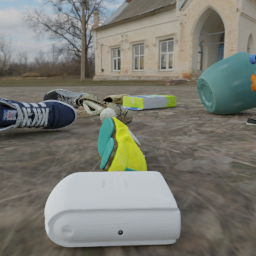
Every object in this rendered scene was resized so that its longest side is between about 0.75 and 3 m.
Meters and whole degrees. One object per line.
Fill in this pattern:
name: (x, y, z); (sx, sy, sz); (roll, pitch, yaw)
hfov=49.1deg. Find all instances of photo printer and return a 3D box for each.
photo printer: (-0.223, 0.905, 3.364); (1.457, 0.506, 1.213); (0, 11, -3)

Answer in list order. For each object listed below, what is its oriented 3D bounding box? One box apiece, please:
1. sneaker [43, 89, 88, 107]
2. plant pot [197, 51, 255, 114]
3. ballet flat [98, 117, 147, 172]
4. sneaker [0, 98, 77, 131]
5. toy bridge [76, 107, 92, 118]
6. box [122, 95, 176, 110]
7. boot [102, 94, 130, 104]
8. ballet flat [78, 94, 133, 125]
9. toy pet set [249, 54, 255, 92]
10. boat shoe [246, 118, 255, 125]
sneaker: (-3.228, -1.577, 15.437); (2.708, 1.016, 1.564); (-3, 13, -19)
plant pot: (4.528, -1.875, 12.883); (2.174, 2.709, 2.709); (-19, 13, -6)
ballet flat: (-0.130, 0.416, 5.650); (0.861, 0.858, 2.569); (20, 10, -11)
sneaker: (-2.958, -0.373, 8.336); (2.818, 0.988, 1.529); (4, 6, -11)
toy bridge: (-1.861, -0.783, 12.892); (0.839, 0.340, 2.496); (5, 11, 11)
box: (1.084, -1.449, 15.565); (2.877, 0.686, 1.754); (-8, 12, -38)
boot: (-0.699, -1.777, 17.494); (1.641, 0.597, 1.275); (1, 10, 10)
ballet flat: (-0.951, -0.611, 10.228); (2.329, 0.790, 0.877); (27, 33, 32)
toy pet set: (5.958, -1.408, 10.047); (2.833, 2.645, 1.504); (-6, 4, -31)
boat shoe: (4.716, -0.233, 10.126); (0.807, 0.268, 0.302); (10, 14, 42)
